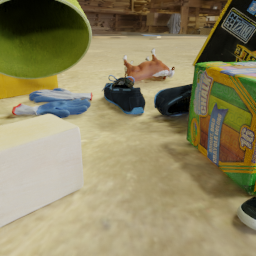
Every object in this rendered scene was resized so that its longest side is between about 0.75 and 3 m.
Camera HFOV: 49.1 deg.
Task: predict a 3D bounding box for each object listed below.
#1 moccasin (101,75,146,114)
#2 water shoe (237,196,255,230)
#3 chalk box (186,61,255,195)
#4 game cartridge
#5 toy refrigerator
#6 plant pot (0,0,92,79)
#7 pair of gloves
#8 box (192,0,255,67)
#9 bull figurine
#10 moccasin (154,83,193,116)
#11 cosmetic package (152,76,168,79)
[{"bbox_3d":[-0.063,-1.220,9.025,1.067,0.904,2.652,-10,24,-24],"label":"moccasin"},{"bbox_3d":[2.228,0.945,3.903,1.584,0.625,0.566,-7,23,-17],"label":"water shoe"},{"bbox_3d":[2.352,-0.326,5.560,1.796,1.805,2.902,-6,21,-15],"label":"chalk box"},{"bbox_3d":[-3.741,-2.286,10.017,2.469,2.176,0.400,-19,28,-41],"label":"game cartridge"},{"bbox_3d":[-2.098,0.724,3.822,2.906,1.103,1.017,-20,29,-40],"label":"toy refrigerator"},{"bbox_3d":[-2.382,-2.967,6.617,2.478,2.478,2.648,-9,65,-22],"label":"plant pot"},{"bbox_3d":[-2.270,-0.895,9.030,2.263,0.321,2.815,0,22,-2],"label":"pair of gloves"},{"bbox_3d":[3.247,-1.584,6.398,2.935,2.344,0.724,42,49,15],"label":"box"},{"bbox_3d":[0.915,-2.705,12.454,2.408,0.784,1.462,-14,61,-18],"label":"bull figurine"},{"bbox_3d":[2.224,-0.754,7.939,2.902,1.167,0.989,-17,29,-4],"label":"moccasin"},{"bbox_3d":[1.352,-2.571,13.212,1.009,0.359,0.531,11,24,26],"label":"cosmetic package"}]
